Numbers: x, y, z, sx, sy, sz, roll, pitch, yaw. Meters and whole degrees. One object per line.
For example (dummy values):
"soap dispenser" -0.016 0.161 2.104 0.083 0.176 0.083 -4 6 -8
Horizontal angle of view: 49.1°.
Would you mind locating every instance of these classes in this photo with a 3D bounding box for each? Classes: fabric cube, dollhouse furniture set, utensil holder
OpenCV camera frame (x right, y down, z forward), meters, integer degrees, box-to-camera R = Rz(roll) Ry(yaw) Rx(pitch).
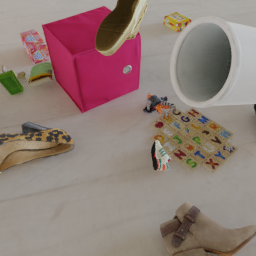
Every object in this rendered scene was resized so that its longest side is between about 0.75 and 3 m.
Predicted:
"fabric cube" -1.254 -2.527 10.199 2.505 2.466 2.513 -26 53 -22
"dollhouse furniture set" -3.853 -2.179 10.666 1.801 0.904 1.180 -18 49 2
"utensil holder" 2.472 -1.437 6.578 2.266 1.925 1.925 -2 43 -30

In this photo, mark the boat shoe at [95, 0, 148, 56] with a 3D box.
"boat shoe" -0.046 -2.936 7.830 0.946 0.848 2.556 17 69 30

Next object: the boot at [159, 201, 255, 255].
"boot" 1.882 2.423 6.717 2.115 0.743 1.547 -27 56 -19

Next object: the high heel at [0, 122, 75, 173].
"high heel" -3.001 0.809 8.012 2.040 1.022 2.862 16 40 23

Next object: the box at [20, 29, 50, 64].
"box" -4.124 -3.612 12.363 0.744 0.776 1.558 -23 52 -20

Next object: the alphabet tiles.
"alphabet tiles" 2.110 0.282 9.198 2.210 0.084 2.655 -34 55 -27

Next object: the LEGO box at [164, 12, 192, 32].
"LEGO box" 2.520 -5.400 14.265 0.843 0.437 1.131 -29 53 -24

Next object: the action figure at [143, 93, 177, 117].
"action figure" 1.167 -0.929 9.962 1.188 0.642 1.228 33 53 25

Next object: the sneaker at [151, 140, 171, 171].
"sneaker" 1.018 0.854 8.533 0.516 0.388 1.103 11 44 -13

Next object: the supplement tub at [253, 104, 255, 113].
"supplement tub" 4.777 -0.384 9.212 0.971 0.971 1.586 4 47 4
